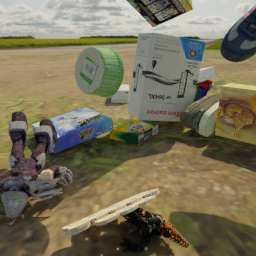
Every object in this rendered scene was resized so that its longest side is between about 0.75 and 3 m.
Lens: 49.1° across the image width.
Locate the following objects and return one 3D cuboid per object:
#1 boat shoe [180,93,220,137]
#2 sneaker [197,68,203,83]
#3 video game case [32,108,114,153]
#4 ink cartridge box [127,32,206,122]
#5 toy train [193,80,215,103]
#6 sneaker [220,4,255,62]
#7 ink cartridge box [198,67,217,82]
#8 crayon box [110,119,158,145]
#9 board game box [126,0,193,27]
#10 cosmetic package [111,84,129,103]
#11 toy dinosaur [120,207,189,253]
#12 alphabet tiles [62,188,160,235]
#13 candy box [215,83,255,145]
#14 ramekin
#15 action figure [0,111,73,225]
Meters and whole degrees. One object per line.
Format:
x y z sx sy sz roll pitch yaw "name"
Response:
2.674 -0.608 8.844 0.877 1.049 2.935 20 31 33 "boat shoe"
2.618 -2.061 12.514 2.116 1.382 0.842 -11 23 -28 "sneaker"
-1.546 -0.026 7.737 1.751 0.398 1.587 -22 27 -29 "video game case"
1.168 -1.543 8.863 1.879 2.574 1.085 1 16 -22 "ink cartridge box"
2.841 -1.754 11.891 1.282 0.937 2.215 24 27 19 "toy train"
2.848 -2.399 5.710 0.848 2.417 0.991 44 -5 21 "sneaker"
2.936 -2.138 11.297 0.772 0.446 1.061 -18 11 -12 "ink cartridge box"
0.181 0.088 7.941 0.948 0.320 1.098 13 23 32 "crayon box"
0.964 -3.984 8.591 1.484 0.509 1.795 -15 -18 29 "board game box"
-0.325 -1.517 12.222 0.780 0.561 1.383 0 20 2 "cosmetic package"
0.309 1.377 4.008 1.146 0.585 0.778 -12 -8 37 "toy dinosaur"
-0.232 1.168 3.962 1.368 0.100 1.338 -17 -10 -28 "alphabet tiles"
3.633 -0.279 7.268 2.512 1.450 0.695 16 24 38 "candy box"
-0.552 -1.018 5.058 0.924 0.924 0.451 17 14 40 "ramekin"
-1.904 0.720 5.306 1.710 0.912 2.628 3 33 -10 "action figure"
